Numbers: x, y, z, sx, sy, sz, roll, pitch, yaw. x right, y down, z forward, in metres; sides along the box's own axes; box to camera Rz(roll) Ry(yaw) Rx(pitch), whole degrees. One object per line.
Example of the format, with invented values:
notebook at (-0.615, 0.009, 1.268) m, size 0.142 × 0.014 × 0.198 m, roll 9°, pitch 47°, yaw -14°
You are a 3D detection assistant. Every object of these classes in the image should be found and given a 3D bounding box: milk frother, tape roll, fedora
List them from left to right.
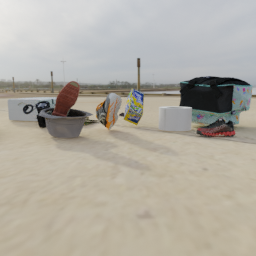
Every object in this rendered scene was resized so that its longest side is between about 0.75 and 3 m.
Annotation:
milk frother at (-3.758, -0.556, 11.813) m, size 1.027 × 0.966 × 0.927 m, roll 15°, pitch 41°, yaw 23°
fedora at (-2.135, -0.143, 9.572) m, size 1.911 × 0.863 × 1.691 m, roll 14°, pitch 16°, yaw 36°
tape roll at (1.873, -0.381, 11.151) m, size 1.312 × 0.901 × 1.312 m, roll 0°, pitch 8°, yaw 0°

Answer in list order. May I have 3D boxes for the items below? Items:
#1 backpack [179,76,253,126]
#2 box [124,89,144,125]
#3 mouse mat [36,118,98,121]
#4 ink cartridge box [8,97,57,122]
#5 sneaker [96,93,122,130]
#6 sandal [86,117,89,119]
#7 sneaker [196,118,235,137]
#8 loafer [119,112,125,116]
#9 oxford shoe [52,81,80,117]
backpack at (3.876, -1.169, 12.028) m, size 2.860 × 2.192 × 2.514 m, roll -18°, pitch 18°, yaw -41°
box at (0.289, -0.996, 12.690) m, size 0.689 × 0.632 × 1.966 m, roll 23°, pitch 34°, yaw -10°
mouse mat at (-2.813, -0.396, 13.277) m, size 2.464 × 0.093 × 1.983 m, roll 3°, pitch 0°, yaw 16°
ink cartridge box at (-4.750, -1.053, 15.035) m, size 1.988 × 1.126 × 2.712 m, roll 3°, pitch 9°, yaw 19°
sneaker at (-0.804, -0.650, 10.343) m, size 0.819 × 0.830 × 2.121 m, roll 35°, pitch -28°, yaw 8°
sandal at (-2.472, -0.532, 14.669) m, size 0.988 × 0.267 × 0.397 m, roll 12°, pitch 2°, yaw -45°
sneaker at (3.000, -0.022, 9.578) m, size 1.328 × 0.649 × 0.470 m, roll -1°, pitch 11°, yaw 1°
loafer at (-0.250, -0.818, 16.516) m, size 0.296 × 0.259 × 0.824 m, roll -5°, pitch 10°, yaw -33°
oxford shoe at (-2.144, -0.872, 9.465) m, size 0.623 × 1.759 × 0.649 m, roll 27°, pitch 21°, yaw -17°
